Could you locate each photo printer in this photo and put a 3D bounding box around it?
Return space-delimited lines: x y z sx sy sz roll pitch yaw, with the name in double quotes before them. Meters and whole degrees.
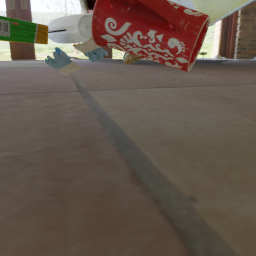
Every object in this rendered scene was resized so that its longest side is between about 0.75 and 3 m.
"photo printer" -1.078 -2.668 7.430 1.937 0.673 1.612 -25 27 -39

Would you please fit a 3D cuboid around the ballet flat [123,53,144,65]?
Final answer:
"ballet flat" 0.944 -3.010 8.756 0.966 2.959 1.043 41 28 8

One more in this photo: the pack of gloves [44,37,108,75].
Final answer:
"pack of gloves" -1.333 -1.950 7.309 1.439 0.338 1.713 -22 -3 6

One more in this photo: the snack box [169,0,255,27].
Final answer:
"snack box" 1.846 -3.292 6.399 0.544 1.703 2.932 -32 10 -13

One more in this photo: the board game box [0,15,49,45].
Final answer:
"board game box" -2.715 -1.865 5.260 1.898 0.383 1.452 10 15 18

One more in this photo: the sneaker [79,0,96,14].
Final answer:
"sneaker" -0.600 -3.482 9.136 1.038 2.757 1.441 -32 22 21

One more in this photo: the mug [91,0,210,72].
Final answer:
"mug" 0.426 -2.071 5.845 2.179 1.454 1.934 25 23 14
